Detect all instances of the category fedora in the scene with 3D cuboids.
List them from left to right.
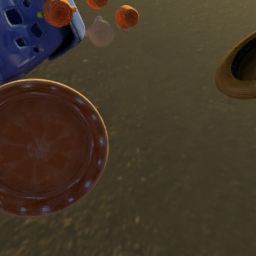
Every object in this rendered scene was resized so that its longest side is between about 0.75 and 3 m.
[{"bbox_3d":[2.959,-1.232,5.759,2.319,0.946,2.319,-35,27,21],"label":"fedora"}]

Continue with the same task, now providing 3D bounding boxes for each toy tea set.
[{"bbox_3d":[-0.771,-2.360,5.677,1.997,1.188,0.739,21,15,-31],"label":"toy tea set"}]

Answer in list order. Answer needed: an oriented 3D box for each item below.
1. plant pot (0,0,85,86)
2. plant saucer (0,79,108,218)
[{"bbox_3d":[-2.727,-2.562,6.505,2.439,2.713,2.713,-33,16,-27],"label":"plant pot"},{"bbox_3d":[-1.374,0.327,4.283,2.140,2.140,0.345,-18,19,-12],"label":"plant saucer"}]
